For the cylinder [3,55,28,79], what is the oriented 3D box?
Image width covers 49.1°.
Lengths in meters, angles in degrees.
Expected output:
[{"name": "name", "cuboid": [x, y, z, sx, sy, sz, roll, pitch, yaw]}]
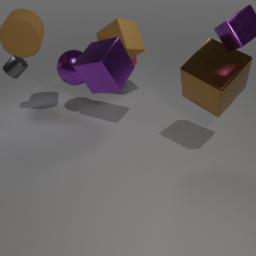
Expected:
[{"name": "cylinder", "cuboid": [-4.482, -2.445, 11.165, 0.700, 0.700, 0.700, -41, 27, 16]}]

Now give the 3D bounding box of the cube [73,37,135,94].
[{"name": "cube", "cuboid": [-0.848, -2.255, 10.259, 1.400, 1.400, 1.400, 1, 50, 37]}]

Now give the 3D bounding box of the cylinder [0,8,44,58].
[{"name": "cylinder", "cuboid": [-3.840, -3.482, 10.244, 1.400, 1.400, 1.400, -5, 36, -9]}]

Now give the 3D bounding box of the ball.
[{"name": "ball", "cuboid": [-2.133, -2.405, 11.181, 1.400, 1.400, 1.400, 0, 30, 0]}]

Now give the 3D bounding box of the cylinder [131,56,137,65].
[{"name": "cylinder", "cuboid": [-0.011, -3.411, 14.003, 0.700, 0.700, 0.700, -9, 24, 28]}]

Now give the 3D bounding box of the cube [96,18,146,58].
[{"name": "cube", "cuboid": [-0.317, -3.870, 12.588, 1.400, 1.400, 1.400, -20, -2, 38]}]

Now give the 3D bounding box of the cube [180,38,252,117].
[{"name": "cube", "cuboid": [2.541, -1.463, 8.241, 1.400, 1.400, 1.400, 37, 76, 28]}]

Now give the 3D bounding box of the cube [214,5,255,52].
[{"name": "cube", "cuboid": [2.650, -2.360, 6.707, 0.700, 0.700, 0.700, -36, 8, -2]}]
